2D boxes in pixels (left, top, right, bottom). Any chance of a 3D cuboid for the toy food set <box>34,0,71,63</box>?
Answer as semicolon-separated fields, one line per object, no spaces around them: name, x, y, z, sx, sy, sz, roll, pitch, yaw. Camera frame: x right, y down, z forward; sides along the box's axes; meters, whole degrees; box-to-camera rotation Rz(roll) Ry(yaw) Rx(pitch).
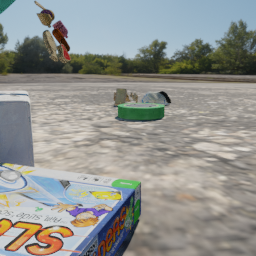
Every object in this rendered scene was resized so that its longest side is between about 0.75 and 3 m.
toy food set;-1.543;-2.052;6.107;0.239;1.515;0.963;-24;-14;16

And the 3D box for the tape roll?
tape roll;0.463;-0.612;9.878;1.655;0.398;1.655;0;10;0

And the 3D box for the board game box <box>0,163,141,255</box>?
board game box;-1.236;0.794;2.545;2.370;0.408;1.604;4;12;19

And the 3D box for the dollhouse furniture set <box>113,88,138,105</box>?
dollhouse furniture set;-0.198;-1.371;13.669;1.100;0.779;1.197;4;-10;16

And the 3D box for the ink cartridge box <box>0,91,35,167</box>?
ink cartridge box;-2.698;-0.020;4.822;1.980;1.144;2.713;-4;12;-20

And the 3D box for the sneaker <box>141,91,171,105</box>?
sneaker;1.360;-1.347;13.196;1.865;0.670;0.676;0;-24;-46

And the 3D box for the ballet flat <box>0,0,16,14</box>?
ballet flat;-2.316;-2.880;5.247;2.735;0.984;0.984;-16;2;30
